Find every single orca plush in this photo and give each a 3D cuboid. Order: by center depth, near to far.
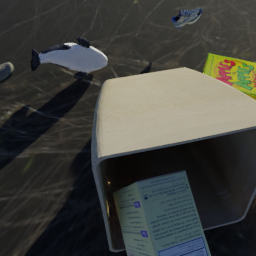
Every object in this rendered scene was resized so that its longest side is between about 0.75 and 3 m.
[{"bbox_3d":[-1.740,-1.979,8.186,2.189,1.152,0.778,-20,23,-23],"label":"orca plush"}]

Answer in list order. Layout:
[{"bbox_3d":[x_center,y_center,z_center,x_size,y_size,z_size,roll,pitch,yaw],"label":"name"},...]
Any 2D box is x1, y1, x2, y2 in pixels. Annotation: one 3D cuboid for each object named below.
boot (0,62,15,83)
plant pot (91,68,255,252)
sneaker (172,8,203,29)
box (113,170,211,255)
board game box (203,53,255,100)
[{"bbox_3d":[-3.914,-1.588,7.680,1.440,0.941,0.488,-33,66,-16],"label":"boot"},{"bbox_3d":[0.691,0.342,5.566,2.835,2.839,2.513,-11,44,-8],"label":"plant pot"},{"bbox_3d":[1.843,-3.542,8.900,1.082,0.461,0.417,-13,57,46],"label":"sneaker"},{"bbox_3d":[0.517,1.786,4.745,0.871,1.585,1.801,-9,74,-20],"label":"box"},{"bbox_3d":[3.363,-1.168,7.738,2.611,0.622,1.327,15,55,10],"label":"board game box"}]
